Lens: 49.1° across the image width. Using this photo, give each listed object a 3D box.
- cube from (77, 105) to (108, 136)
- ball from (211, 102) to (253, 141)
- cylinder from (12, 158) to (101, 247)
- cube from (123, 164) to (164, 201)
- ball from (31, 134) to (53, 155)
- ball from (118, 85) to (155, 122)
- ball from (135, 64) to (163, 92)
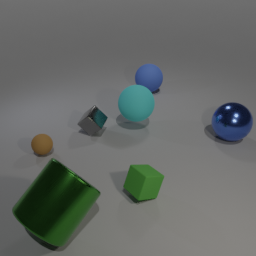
[{"bbox_3d":[-1.310,-0.267,10.420,0.700,0.700,0.700,-31,24,40],"label":"cube"},{"bbox_3d":[3.721,-0.223,10.041,1.400,1.400,1.400,0,30,0],"label":"ball"},{"bbox_3d":[-1.561,1.623,6.262,1.400,1.400,1.400,26,74,38],"label":"cylinder"},{"bbox_3d":[0.421,1.448,7.564,0.700,0.700,0.700,6,17,-41],"label":"cube"},{"bbox_3d":[-2.857,0.538,9.319,0.700,0.700,0.700,0,30,0],"label":"ball"},{"bbox_3d":[0.318,-0.940,10.690,1.400,1.400,1.400,0,30,0],"label":"ball"},{"bbox_3d":[1.046,-2.501,14.024,1.400,1.400,1.400,0,30,0],"label":"ball"}]
